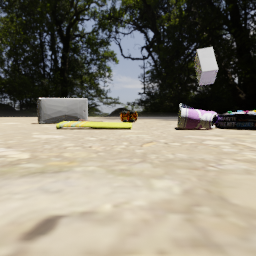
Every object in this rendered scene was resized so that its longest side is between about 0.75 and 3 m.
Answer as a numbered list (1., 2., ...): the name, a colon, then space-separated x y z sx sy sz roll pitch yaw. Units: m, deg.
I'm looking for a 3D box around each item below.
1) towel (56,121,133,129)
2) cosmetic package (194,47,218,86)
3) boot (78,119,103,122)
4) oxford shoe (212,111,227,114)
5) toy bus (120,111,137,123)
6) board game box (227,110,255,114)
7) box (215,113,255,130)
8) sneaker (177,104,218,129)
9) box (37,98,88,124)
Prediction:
1. towel: -1.245 -0.059 10.744 2.808 0.254 1.208 1 8 4
2. cosmetic package: 3.092 -2.436 11.188 0.650 1.057 1.053 -9 -22 4
3. boot: -1.733 -0.237 13.358 1.035 0.332 0.964 6 7 20
4. oxford shoe: 3.535 -0.398 12.387 1.895 0.687 0.675 0 3 -2
5. toy bus: 0.009 -0.660 18.286 1.086 0.737 1.042 -3 -10 -7
6. board game box: 4.214 -0.579 10.275 0.799 0.103 0.799 -5 5 -36
7. box: 5.078 -0.263 10.722 2.542 0.632 2.523 -4 4 -43
8. sneaker: 2.704 -0.361 10.994 1.476 0.938 2.589 6 12 6
9. box: -3.950 -1.006 16.739 2.747 1.461 2.092 -1 3 -20
